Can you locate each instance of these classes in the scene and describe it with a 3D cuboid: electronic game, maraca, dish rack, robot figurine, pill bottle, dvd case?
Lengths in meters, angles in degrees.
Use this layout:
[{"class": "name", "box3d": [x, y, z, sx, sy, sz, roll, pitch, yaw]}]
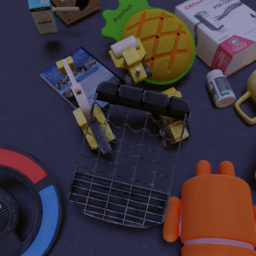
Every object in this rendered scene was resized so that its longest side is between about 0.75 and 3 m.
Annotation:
[{"class": "electronic game", "box3d": [-2.668, 1.683, 5.368, 2.781, 0.579, 2.781, 2, 86, -21]}, {"class": "maraca", "box3d": [0.549, -2.446, 7.665, 2.844, 1.521, 1.950, 45, 88, 4]}, {"class": "dish rack", "box3d": [0.047, 0.496, 5.872, 2.215, 0.788, 2.888, 13, 81, 4]}, {"class": "robot figurine", "box3d": [1.749, 1.851, 5.450, 1.738, 1.409, 2.416, 22, 56, -23]}, {"class": "pill bottle", "box3d": [2.486, -1.083, 7.592, 0.539, 0.539, 0.954, -9, 62, -5]}, {"class": "dvd case", "box3d": [-1.202, -1.297, 7.915, 1.578, 0.194, 2.212, -40, 68, -21]}]

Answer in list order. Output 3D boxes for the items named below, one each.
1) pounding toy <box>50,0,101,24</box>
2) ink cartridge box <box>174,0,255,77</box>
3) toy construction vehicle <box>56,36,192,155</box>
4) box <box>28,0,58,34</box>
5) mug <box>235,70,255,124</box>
[{"class": "pounding toy", "box3d": [-1.989, -3.886, 8.895, 2.197, 1.005, 1.930, -35, 66, -18]}, {"class": "ink cartridge box", "box3d": [2.749, -2.910, 8.320, 1.772, 1.032, 2.433, -31, 63, -14]}, {"class": "toy construction vehicle", "box3d": [-0.058, -0.629, 6.526, 2.515, 1.017, 2.888, -23, 90, -3]}, {"class": "box", "box3d": [-2.296, -3.053, 7.644, 0.532, 1.293, 0.318, -11, 81, -8]}, {"class": "mug", "box3d": [3.641, -0.930, 7.175, 1.536, 1.230, 1.261, -18, 54, -19]}]
